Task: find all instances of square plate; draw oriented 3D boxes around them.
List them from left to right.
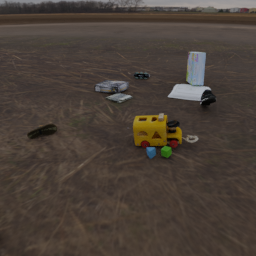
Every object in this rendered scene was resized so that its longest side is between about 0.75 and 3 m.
[{"bbox_3d":[2.960,-1.734,13.292,1.808,0.260,1.826,9,27,17],"label":"square plate"}]

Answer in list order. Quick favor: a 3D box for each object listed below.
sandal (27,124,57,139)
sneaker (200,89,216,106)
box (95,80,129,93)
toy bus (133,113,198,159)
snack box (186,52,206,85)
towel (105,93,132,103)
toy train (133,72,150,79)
[{"bbox_3d":[-2.892,0.083,9.415,1.007,0.411,0.275,-20,35,-22],"label":"sandal"},{"bbox_3d":[3.180,-1.294,11.291,0.529,0.612,1.398,2,-4,1],"label":"sneaker"},{"bbox_3d":[-0.793,-2.027,13.701,1.344,0.325,1.064,10,25,27],"label":"box"},{"bbox_3d":[1.008,0.024,8.705,1.774,0.917,1.674,-25,32,-27],"label":"toy bus"},{"bbox_3d":[3.420,-3.053,14.212,0.626,1.559,1.849,1,15,2],"label":"snack box"},{"bbox_3d":[-0.415,-1.393,12.685,0.894,0.160,0.928,19,32,34],"label":"towel"},{"bbox_3d":[0.770,-2.951,15.699,0.911,0.388,0.519,5,17,10],"label":"toy train"}]
